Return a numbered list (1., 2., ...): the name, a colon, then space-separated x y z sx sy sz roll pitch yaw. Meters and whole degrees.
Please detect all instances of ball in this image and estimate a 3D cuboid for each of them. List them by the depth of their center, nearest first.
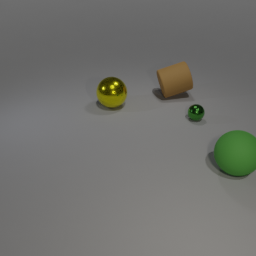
1. ball: 3.372 0.765 8.613 1.400 1.400 1.400 0 31 0
2. ball: 2.845 -0.648 11.701 0.700 0.700 0.700 0 31 0
3. ball: -0.726 -1.599 12.591 1.400 1.400 1.400 0 31 0

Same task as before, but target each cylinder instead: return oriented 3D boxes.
1. cylinder: 2.245 -2.328 13.519 1.400 1.400 1.400 -18 31 3
